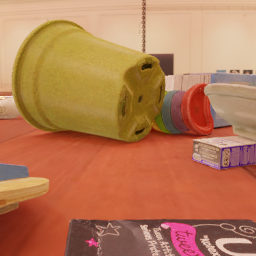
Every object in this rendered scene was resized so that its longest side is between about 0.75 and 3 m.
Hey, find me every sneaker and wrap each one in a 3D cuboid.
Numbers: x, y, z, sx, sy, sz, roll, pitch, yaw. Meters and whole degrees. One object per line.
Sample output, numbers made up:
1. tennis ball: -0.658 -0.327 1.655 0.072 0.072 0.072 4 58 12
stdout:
1. sneaker: -5.002 -0.633 10.546 2.273 0.800 0.911 -5 17 8

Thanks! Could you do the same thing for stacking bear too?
1. stacking bear: 1.014 -0.412 7.543 2.141 1.300 1.218 -3 4 44

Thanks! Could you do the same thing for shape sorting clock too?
1. shape sorting clock: -1.905 0.505 1.929 2.622 0.514 2.622 -1 -11 0

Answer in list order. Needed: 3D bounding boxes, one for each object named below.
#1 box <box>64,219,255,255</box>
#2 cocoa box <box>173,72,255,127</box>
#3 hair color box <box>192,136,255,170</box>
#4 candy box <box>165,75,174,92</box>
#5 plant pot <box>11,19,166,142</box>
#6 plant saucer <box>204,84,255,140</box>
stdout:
1. box: 0.187 0.736 0.415 0.660 0.760 1.151 3 7 -8
2. cocoa box: 2.882 -0.956 9.169 2.461 1.641 1.615 -6 10 -37
3. hair color box: 1.676 0.363 4.484 1.142 0.370 0.624 -2 9 -26
4. candy box: 0.997 -1.151 10.525 2.136 0.764 1.791 3 -28 12
5. plant pot: -0.681 -0.936 6.608 2.647 2.879 2.879 18 17 31
6. plant saucer: 2.622 -0.033 4.657 2.878 0.722 2.878 15 5 -1
